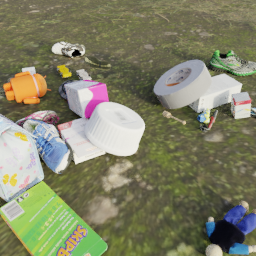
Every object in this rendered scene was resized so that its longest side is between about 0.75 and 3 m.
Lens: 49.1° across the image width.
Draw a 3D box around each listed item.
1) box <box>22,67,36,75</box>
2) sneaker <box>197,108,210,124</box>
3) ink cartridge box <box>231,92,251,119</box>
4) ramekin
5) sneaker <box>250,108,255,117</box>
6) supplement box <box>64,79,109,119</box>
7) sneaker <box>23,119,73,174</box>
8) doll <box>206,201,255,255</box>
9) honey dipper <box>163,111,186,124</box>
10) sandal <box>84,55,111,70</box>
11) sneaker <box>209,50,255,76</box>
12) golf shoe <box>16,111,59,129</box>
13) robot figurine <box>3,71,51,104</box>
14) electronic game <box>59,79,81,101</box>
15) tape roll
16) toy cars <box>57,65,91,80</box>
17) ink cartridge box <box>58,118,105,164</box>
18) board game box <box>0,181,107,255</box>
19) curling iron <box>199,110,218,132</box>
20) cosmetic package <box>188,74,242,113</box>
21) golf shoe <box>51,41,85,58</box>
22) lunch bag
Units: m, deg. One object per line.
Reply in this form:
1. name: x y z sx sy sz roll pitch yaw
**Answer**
1. box: -5.019 -2.720 14.271 0.617 0.431 0.810 -12 39 -14
2. sneaker: 3.107 -0.537 11.531 0.473 0.341 0.900 6 39 9
3. ink cartridge box: 4.641 -0.922 11.534 0.633 0.875 0.636 -9 36 9
4. ramekin: -0.402 -0.048 9.761 2.034 0.991 2.034 21 27 -11
5. sneaker: 5.515 -0.579 11.540 0.475 0.414 1.057 -22 43 -30
6. supplement box: -1.676 -1.233 11.233 1.123 1.147 2.220 -17 19 -20
7. sneaker: -2.725 0.569 9.270 1.043 1.061 2.754 -56 43 2
8. doll: 2.707 2.706 7.224 1.964 0.476 1.340 -28 43 -31
9. honey dipper: 1.519 -0.322 9.207 0.191 0.191 1.005 -22 32 -26
10. sandal: -1.395 -2.866 12.580 1.262 0.501 0.360 14 0 -27
11. sneaker: 5.577 -3.418 14.662 2.505 1.067 0.978 14 40 17
12. golf shoe: -3.615 -0.290 11.051 1.655 0.601 0.762 -15 35 -32
13. robot figurine: -4.495 -1.782 12.538 1.913 1.116 1.376 -18 38 -21
14. electronic game: -2.415 -1.737 13.000 1.567 0.326 1.567 5 46 -5
15. tape roll: 2.310 -1.891 12.001 2.378 0.786 2.378 -28 28 16
16. toy cars: -2.742 -2.674 14.230 2.086 0.462 0.935 15 43 13
17. ink cartridge box: -1.582 0.507 9.903 1.173 0.680 2.013 -18 40 -22
18. board game box: -2.009 2.666 7.340 2.999 0.450 1.432 29 47 35
19. curling iron: 3.349 -0.343 11.379 0.419 0.216 1.691 21 43 26
20. cosmetic package: 3.709 -1.580 12.449 2.336 0.832 1.185 -18 42 -20
21. golf shoe: -3.530 -4.550 16.370 2.006 0.780 0.948 -1 38 0
22. lunch bag: -3.841 0.533 8.255 2.234 2.635 1.675 21 44 26
